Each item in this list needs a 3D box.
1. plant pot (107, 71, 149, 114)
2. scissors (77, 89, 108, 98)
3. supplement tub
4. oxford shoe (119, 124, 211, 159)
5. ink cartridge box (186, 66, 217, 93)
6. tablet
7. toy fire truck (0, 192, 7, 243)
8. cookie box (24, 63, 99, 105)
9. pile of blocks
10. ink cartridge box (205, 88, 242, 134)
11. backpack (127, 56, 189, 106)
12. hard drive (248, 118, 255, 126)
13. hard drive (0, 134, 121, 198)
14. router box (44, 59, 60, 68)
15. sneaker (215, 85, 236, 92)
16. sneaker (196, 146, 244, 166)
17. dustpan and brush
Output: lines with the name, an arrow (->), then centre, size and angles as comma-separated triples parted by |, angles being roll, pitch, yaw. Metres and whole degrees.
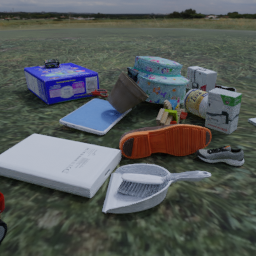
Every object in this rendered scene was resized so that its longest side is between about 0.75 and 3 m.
plant pot -> -0.107, -1.172, 10.010 | 1.300, 1.128, 1.300 | 44, 10, -9
scissors -> -1.597, -1.488, 12.002 | 1.586, 0.110, 0.580 | -4, 44, -25
supplement tub -> 2.741, -0.863, 10.220 | 0.908, 0.908, 1.257 | -14, 27, -28
oxford shoe -> 1.018, 0.228, 7.867 | 2.562, 0.913, 0.934 | -3, 20, -5
ink cartridge box -> 3.365, -2.198, 13.004 | 0.606, 1.056, 1.453 | -11, 27, -23
tablet -> -1.070, -0.475, 10.103 | 1.689, 0.177, 2.596 | 15, 27, 17
toy fire truck -> -3.118, 0.973, 3.932 | 1.609, 2.501, 2.202 | 23, 32, 23
cookie box -> -3.063, -2.143, 12.831 | 2.477, 1.088, 2.896 | -15, 28, -30
pile of blocks -> 1.599, -0.506, 9.444 | 0.687, 0.908, 2.212 | 10, 26, 20
ink cartridge box -> 3.073, -0.552, 9.101 | 0.532, 1.280, 0.938 | -25, 34, -38
backpack -> 1.252, -1.888, 11.449 | 2.206, 1.871, 2.485 | 0, 29, -24
hard drive -> 4.704, -0.222, 9.781 | 0.810, 0.108, 0.534 | -7, 25, -15
hard drive -> -1.764, 0.837, 7.108 | 2.738, 0.360, 1.805 | 9, 26, 19
router box -> -3.564, -3.010, 13.093 | 0.646, 0.268, 0.863 | -8, 24, -17
sneaker -> 4.399, -1.704, 12.871 | 1.109, 0.404, 0.469 | 14, 4, 32
sneaker -> 2.422, 0.660, 7.374 | 1.224, 0.485, 0.453 | 4, 26, 12
dustpan and brush -> 0.634, 1.172, 6.038 | 2.210, 0.632, 1.542 | 2, 24, 5
